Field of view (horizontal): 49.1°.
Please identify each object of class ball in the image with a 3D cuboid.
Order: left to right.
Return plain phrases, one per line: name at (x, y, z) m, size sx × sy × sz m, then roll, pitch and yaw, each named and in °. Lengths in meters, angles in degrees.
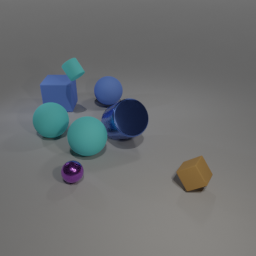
ball at (-3.057, -0.313, 11.133) m, size 1.400 × 1.400 × 1.400 m, roll 0°, pitch 29°, yaw 0°
ball at (-1.734, 1.364, 8.744) m, size 0.700 × 0.700 × 0.700 m, roll 0°, pitch 29°, yaw 0°
ball at (-1.437, 0.287, 9.921) m, size 1.400 × 1.400 × 1.400 m, roll 0°, pitch 29°, yaw 0°
ball at (-0.963, -1.836, 13.765) m, size 1.400 × 1.400 × 1.400 m, roll 0°, pitch 29°, yaw 0°

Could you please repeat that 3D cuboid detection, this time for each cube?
cube at (-3.301, -1.701, 13.594) m, size 1.400 × 1.400 × 1.400 m, roll 0°, pitch 29°, yaw 0°
cube at (2.001, 1.361, 8.410) m, size 0.700 × 0.700 × 0.700 m, roll -27°, pitch 5°, yaw 36°

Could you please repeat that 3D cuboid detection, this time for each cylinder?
cylinder at (-2.260, -2.413, 11.560) m, size 0.700 × 0.700 × 0.700 m, roll -34°, pitch 3°, yaw 2°
cylinder at (-0.145, -0.295, 10.543) m, size 1.400 × 1.400 × 1.400 m, roll -14°, pitch -1°, yaw -24°
